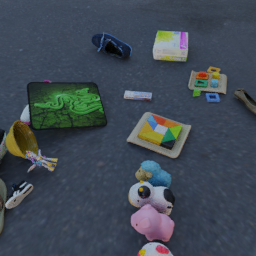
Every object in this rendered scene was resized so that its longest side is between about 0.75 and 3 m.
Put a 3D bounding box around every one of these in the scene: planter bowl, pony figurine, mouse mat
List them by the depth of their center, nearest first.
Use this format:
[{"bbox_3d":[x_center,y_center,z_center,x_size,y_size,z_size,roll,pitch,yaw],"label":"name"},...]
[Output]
[{"bbox_3d":[-2.634,0.993,8.458,0.925,0.892,0.770,22,60,-8],"label":"pony figurine"},{"bbox_3d":[-3.438,0.464,8.828,0.548,1.315,1.315,-22,41,8],"label":"planter bowl"},{"bbox_3d":[-2.231,-0.876,10.257,2.698,0.102,2.171,-3,57,-23],"label":"mouse mat"}]

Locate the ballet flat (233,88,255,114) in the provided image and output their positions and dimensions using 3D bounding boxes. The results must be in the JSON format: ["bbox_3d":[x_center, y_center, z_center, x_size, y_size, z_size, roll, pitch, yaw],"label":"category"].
[{"bbox_3d":[4.804,-0.998,10.847,0.631,0.434,1.874,9,32,-31],"label":"ballet flat"}]

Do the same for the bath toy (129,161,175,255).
[{"bbox_3d":[0.614,2.172,6.907,1.226,1.042,2.820,1,42,1],"label":"bath toy"}]

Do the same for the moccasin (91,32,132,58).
[{"bbox_3d":[-0.952,-4.209,14.157,2.425,0.976,0.827,23,39,26],"label":"moccasin"}]

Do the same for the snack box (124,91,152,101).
[{"bbox_3d":[0.413,-1.337,11.554,1.110,0.135,0.399,6,42,7],"label":"snack box"}]

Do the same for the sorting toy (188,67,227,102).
[{"bbox_3d":[3.520,-2.110,12.241,1.590,0.385,2.824,11,42,12],"label":"sorting toy"}]

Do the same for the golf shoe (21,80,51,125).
[{"bbox_3d":[-3.420,-1.001,10.565,0.799,0.971,2.121,12,44,12],"label":"golf shoe"}]

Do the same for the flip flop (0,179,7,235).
[{"bbox_3d":[-3.706,1.993,7.427,0.825,0.586,2.035,-13,44,-11],"label":"flip flop"}]

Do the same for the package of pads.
[{"bbox_3d":[2.193,-4.257,14.397,1.701,0.751,2.202,6,42,6],"label":"package of pads"}]

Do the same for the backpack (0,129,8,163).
[{"bbox_3d":[-4.394,0.661,8.688,1.239,0.940,1.485,15,42,-3],"label":"backpack"}]

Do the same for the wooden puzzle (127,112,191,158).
[{"bbox_3d":[1.105,0.138,9.726,1.846,0.344,1.707,17,45,18],"label":"wooden puzzle"}]

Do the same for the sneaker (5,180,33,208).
[{"bbox_3d":[-3.167,1.841,7.846,0.511,0.334,0.913,18,37,25],"label":"sneaker"}]
